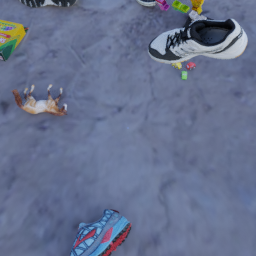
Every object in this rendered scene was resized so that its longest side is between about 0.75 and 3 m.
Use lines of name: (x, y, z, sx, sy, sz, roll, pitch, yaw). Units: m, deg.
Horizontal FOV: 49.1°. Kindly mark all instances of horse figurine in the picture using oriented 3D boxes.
horse figurine: (-2.545, -0.774, 8.140, 1.599, 0.399, 1.059, 0, 64, -9)

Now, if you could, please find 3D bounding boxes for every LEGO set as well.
LEGO set: (2.096, -4.344, 10.033, 2.347, 0.963, 0.895, 42, 95, 27)

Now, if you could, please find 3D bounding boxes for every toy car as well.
toy car: (1.804, -1.861, 8.967, 0.779, 0.174, 0.733, 3, 58, 2)

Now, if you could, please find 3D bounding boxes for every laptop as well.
laptop: (2.697, -3.566, 10.091, 1.180, 0.731, 1.261, 29, 91, 17)

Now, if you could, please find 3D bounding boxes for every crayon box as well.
crayon box: (-4.311, -3.131, 9.602, 1.095, 0.438, 1.726, 13, 59, 8)

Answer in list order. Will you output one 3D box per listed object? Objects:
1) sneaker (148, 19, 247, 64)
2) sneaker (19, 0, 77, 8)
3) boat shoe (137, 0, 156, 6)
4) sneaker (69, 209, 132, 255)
sneaker: (1.369, -1.989, 6.118, 2.238, 0.981, 0.847, 1, 81, 30)
sneaker: (-3.125, -5.328, 10.719, 2.776, 1.085, 1.253, 12, 48, 3)
boat shoe: (0.594, -5.556, 10.978, 0.787, 0.656, 2.109, -11, 60, -9)
sneaker: (-0.844, 2.522, 6.048, 1.890, 0.749, 0.903, -35, 53, -28)
